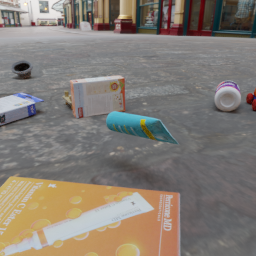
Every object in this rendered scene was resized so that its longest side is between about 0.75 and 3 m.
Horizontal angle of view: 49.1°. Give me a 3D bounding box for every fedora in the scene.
[{"bbox_3d":[-6.450,-3.520,17.245,1.271,0.649,1.437,-32,50,-26],"label":"fedora"}]

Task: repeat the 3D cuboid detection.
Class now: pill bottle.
[{"bbox_3d":[4.263,-1.431,11.987,1.017,1.017,1.809,7,23,16],"label":"pill bottle"}]

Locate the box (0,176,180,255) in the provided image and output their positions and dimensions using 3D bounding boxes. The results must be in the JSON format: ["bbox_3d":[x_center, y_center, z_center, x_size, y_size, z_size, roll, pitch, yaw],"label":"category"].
[{"bbox_3d":[-0.716,1.795,3.858,2.780,1.355,1.729,4,23,8],"label":"box"}]

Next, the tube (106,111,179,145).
[{"bbox_3d":[0.257,-0.043,6.571,2.037,0.789,0.513,12,65,51],"label":"tube"}]

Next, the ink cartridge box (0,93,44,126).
[{"bbox_3d":[-4.844,-0.668,10.756,1.695,0.596,2.841,17,31,35],"label":"ink cartridge box"}]

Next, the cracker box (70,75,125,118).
[{"bbox_3d":[-1.170,-1.260,11.087,2.082,1.395,0.601,-10,25,-22],"label":"cracker box"}]

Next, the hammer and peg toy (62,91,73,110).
[{"bbox_3d":[-1.892,-1.324,12.292,1.732,0.611,1.274,-11,24,-26],"label":"hammer and peg toy"}]

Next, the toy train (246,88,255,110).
[{"bbox_3d":[5.867,-1.813,12.186,1.148,1.569,2.711,4,23,7],"label":"toy train"}]
